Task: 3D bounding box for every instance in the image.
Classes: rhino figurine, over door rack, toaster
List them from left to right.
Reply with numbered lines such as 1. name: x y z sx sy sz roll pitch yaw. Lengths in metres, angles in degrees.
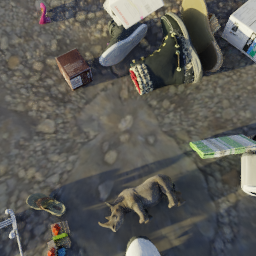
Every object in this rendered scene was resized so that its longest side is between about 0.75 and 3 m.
1. over door rack: -3.490 3.377 7.210 1.573 0.709 2.129 -23 69 -8
2. rhino figurine: 0.308 2.087 7.731 2.420 0.724 1.058 -24 62 -8
3. toaster: 3.675 1.302 7.674 0.923 1.624 1.049 -6 67 41

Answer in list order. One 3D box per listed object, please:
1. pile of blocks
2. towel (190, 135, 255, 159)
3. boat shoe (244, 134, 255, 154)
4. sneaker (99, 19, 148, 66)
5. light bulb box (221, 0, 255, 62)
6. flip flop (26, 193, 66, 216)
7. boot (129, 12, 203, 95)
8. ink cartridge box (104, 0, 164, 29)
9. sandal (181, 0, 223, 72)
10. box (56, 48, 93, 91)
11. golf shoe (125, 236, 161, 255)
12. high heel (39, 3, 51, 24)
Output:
1. pile of blocks: -1.875 3.195 7.417 0.595 0.450 1.449 5 68 2
2. towel: 2.814 0.548 8.230 1.689 1.260 0.259 -9 102 -2
3. boat shoe: 3.794 0.623 8.578 0.340 0.282 0.947 22 69 9
4. sneaker: -0.456 -3.135 9.901 1.159 0.826 2.337 37 67 16
5. light bulb box: 4.615 -3.540 9.877 1.708 1.075 1.723 -41 74 -16
6. flip flop: -2.313 2.152 7.914 1.154 0.332 0.468 20 69 8
7. boot: 1.020 -2.551 9.502 2.193 1.048 2.904 -17 68 -4
8. ink cartridge box: 0.091 -3.303 7.143 1.319 0.848 0.826 -25 53 20
9. sandal: 2.834 -3.417 10.069 1.023 1.141 3.111 -2 72 -36
10. box: -1.782 -1.947 9.369 0.793 0.801 0.965 -30 71 -12
11. golf shoe: 0.561 3.969 6.647 1.068 1.298 2.747 -10 67 -5
12. high heel: -3.277 -4.349 10.642 0.444 0.312 0.926 -19 81 -19
